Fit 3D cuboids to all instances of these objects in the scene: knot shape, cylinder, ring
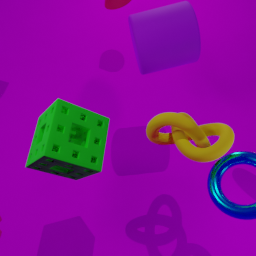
[{"bbox_3d":[1.210,0.123,5.400,1.551,1.451,0.717,17,99,20],"label":"knot shape"},{"bbox_3d":[0.779,-1.967,6.201,1.309,1.309,1.309,-13,62,2],"label":"cylinder"},{"bbox_3d":[1.985,0.963,4.834,1.216,0.243,1.216,-14,55,22],"label":"ring"}]

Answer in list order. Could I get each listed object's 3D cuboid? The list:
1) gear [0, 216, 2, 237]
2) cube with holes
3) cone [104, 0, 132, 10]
[{"bbox_3d":[-2.125,1.415,3.295,0.230,1.242,1.242,28,65,27],"label":"gear"},{"bbox_3d":[-1.037,0.254,4.838,0.969,0.969,0.969,21,62,-28],"label":"cube with holes"},{"bbox_3d":[-0.422,-4.126,8.093,0.946,0.950,0.946,-12,51,15],"label":"cone"}]
